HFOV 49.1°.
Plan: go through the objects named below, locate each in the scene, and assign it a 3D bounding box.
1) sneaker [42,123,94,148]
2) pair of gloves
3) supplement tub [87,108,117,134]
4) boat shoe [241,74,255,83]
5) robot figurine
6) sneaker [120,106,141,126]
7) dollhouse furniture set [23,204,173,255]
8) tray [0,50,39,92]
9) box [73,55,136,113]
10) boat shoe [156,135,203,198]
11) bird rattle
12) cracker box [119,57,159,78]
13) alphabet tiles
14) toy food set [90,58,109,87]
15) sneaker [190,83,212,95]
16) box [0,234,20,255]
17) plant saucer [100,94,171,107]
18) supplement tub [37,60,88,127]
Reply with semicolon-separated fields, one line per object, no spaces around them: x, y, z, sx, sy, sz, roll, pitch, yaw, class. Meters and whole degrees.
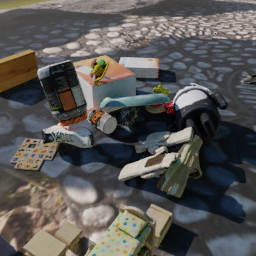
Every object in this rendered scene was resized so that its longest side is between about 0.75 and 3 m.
-2.307;0.414;10.132;2.175;0.821;1.251;12;22;37;sneaker
0.944;0.755;9.353;2.151;0.443;2.529;-15;22;36;pair of gloves
-1.117;-0.336;11.511;1.252;0.767;0.767;29;44;35;supplement tub
6.710;-2.715;15.385;1.122;0.335;0.401;-14;37;-20;boat shoe
2.664;-0.605;11.088;2.007;1.667;2.671;9;34;-5;robot figurine
-0.035;-0.544;12.102;0.698;0.628;1.617;3;26;26;sneaker
-0.603;2.330;6.849;2.532;1.592;2.863;19;38;25;dollhouse furniture set
-6.093;-2.988;14.791;0.545;1.453;2.945;22;40;28;tray
-1.300;-2.110;13.390;2.236;1.562;2.937;-20;39;-26;box
1.962;1.275;9.196;1.010;0.950;2.652;31;51;17;boat shoe
1.476;-1.054;12.806;1.392;0.962;1.707;-17;49;-4;bird rattle
0.634;-3.513;16.261;2.307;0.665;1.545;4;35;4;cracker box
-3.400;0.946;10.259;1.419;0.064;1.698;4;35;5;alphabet tiles
-1.240;-2.280;10.977;0.586;1.055;1.794;27;13;-16;toy food set
3.685;-1.934;14.214;0.501;0.464;1.236;-17;41;-41;sneaker
-3.597;3.105;6.188;1.763;1.052;1.792;25;41;32;box
0.282;-1.129;11.315;2.890;0.396;2.890;-5;7;1;plant saucer
-2.297;-1.227;10.150;1.331;2.173;1.331;-15;14;4;supplement tub
